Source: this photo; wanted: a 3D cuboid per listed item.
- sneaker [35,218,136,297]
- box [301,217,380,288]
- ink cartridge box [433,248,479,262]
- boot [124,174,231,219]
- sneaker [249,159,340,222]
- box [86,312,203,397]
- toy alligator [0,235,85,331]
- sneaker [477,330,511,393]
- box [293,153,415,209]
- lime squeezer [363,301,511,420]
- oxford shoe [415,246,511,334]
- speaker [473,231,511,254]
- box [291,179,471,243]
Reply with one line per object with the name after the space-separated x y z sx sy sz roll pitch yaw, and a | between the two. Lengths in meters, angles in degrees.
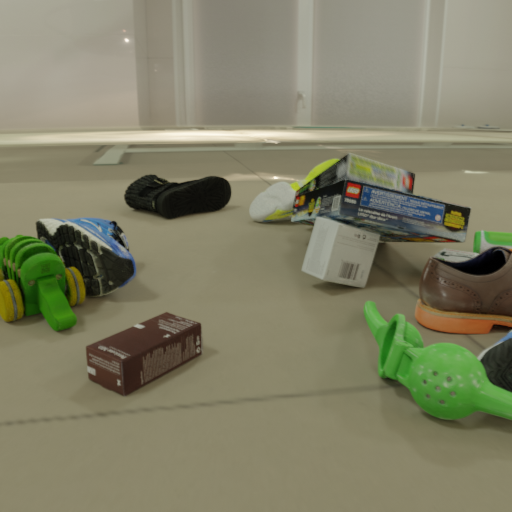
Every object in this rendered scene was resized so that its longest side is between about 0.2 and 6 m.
-2.677 -0.182 9.428 1.323 1.166 2.968 -15 22 -33 | sneaker
1.353 -0.050 8.977 0.926 0.931 0.608 11 7 -33 | box
3.362 0.181 9.549 0.653 0.370 0.890 11 20 33 | ink cartridge box
-2.057 -1.674 14.784 2.427 0.913 1.814 -15 22 -39 | boot
1.212 -1.252 13.664 2.640 1.387 1.000 -24 48 8 | sneaker
-1.253 1.085 6.423 0.620 0.464 1.238 12 22 34 | box
-3.614 0.122 8.607 1.118 1.023 3.771 -12 21 -35 | toy alligator
3.115 1.093 6.049 2.336 0.885 0.900 -8 -1 -29 | sneaker
1.900 -1.293 11.505 1.437 0.453 2.611 14 -13 -16 | box
1.952 1.069 6.017 1.415 0.756 4.007 -8 18 -25 | lime squeezer
3.618 0.426 7.569 2.843 1.036 1.014 -2 17 -7 | oxford shoe
4.767 -0.201 10.600 1.197 0.529 0.529 5 17 17 | speaker
2.038 -0.725 10.053 2.131 0.621 3.113 12 -1 -11 | box
